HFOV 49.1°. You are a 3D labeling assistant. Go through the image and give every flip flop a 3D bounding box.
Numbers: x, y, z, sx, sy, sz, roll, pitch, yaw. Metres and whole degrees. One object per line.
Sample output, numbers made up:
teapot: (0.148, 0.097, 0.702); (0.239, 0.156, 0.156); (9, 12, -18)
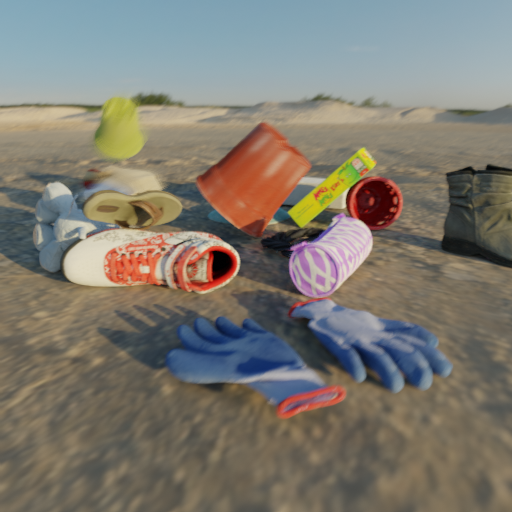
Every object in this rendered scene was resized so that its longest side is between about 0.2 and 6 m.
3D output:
flip flop: (-1.899, -0.677, 8.876); (1.761, 0.714, 0.507); (0, 43, -52)

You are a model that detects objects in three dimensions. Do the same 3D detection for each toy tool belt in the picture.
toy tool belt: (-3.235, -1.298, 12.569); (2.114, 1.320, 1.299); (9, 56, 24)

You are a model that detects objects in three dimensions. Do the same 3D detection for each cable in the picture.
cable: (0.827, -0.263, 11.127); (1.224, 0.381, 1.500); (6, 19, 38)

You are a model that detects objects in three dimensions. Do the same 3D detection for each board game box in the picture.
board game box: (1.756, -1.581, 12.955); (2.101, 0.500, 1.067); (-40, 1, 23)

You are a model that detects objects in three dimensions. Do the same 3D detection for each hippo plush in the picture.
hippo plush: (-2.943, -0.566, 9.895); (1.449, 1.435, 1.802); (0, -24, -45)

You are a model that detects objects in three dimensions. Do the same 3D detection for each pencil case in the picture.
pencil case: (1.266, -0.060, 9.206); (0.909, 0.926, 2.166); (-18, 8, 27)

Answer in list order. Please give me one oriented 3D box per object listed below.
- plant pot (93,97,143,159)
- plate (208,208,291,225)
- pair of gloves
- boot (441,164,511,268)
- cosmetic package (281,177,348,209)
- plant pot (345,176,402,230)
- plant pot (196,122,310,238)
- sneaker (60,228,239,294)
plant pot: (-3.078, -2.955, 12.587); (1.123, 1.032, 1.123); (7, 57, -11)
plate: (-0.172, -1.119, 14.090); (2.098, 0.268, 2.098); (0, 17, 0)
pair of gloves: (0.545, 1.086, 6.449); (3.033, 0.346, 2.438); (-8, 16, -29)
boot: (4.572, -0.752, 10.223); (0.889, 1.714, 2.624); (-15, 22, -42)
cosmetic package: (1.185, -1.781, 15.541); (2.792, 0.707, 1.152); (7, 17, 21)
plant pot: (2.628, -1.253, 12.905); (1.198, 1.198, 1.091); (-1, 12, -3)
plant pot: (0.039, -1.686, 11.819); (1.892, 1.840, 1.892); (40, 17, -15)
sneaker: (-1.602, 0.092, 8.789); (2.683, 0.896, 1.438); (-5, 14, -26)
